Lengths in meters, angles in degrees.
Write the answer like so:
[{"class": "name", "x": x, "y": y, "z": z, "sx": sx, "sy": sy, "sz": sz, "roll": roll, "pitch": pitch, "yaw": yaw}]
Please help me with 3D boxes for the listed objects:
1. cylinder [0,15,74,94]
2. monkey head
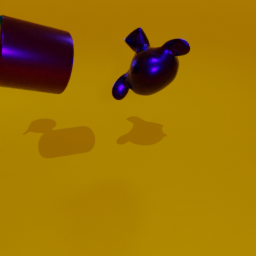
[{"class": "cylinder", "x": -1.571, "y": -1.150, "z": 4.568, "sx": 1.080, "sy": 1.080, "sz": 1.080, "roll": 4, "pitch": 28, "yaw": -31}, {"class": "monkey head", "x": 0.341, "y": -1.256, "z": 5.249, "sx": 1.690, "sy": 1.216, "sz": 1.019, "roll": -32, "pitch": 11, "yaw": 26}]
